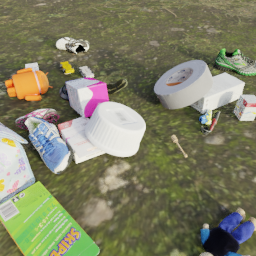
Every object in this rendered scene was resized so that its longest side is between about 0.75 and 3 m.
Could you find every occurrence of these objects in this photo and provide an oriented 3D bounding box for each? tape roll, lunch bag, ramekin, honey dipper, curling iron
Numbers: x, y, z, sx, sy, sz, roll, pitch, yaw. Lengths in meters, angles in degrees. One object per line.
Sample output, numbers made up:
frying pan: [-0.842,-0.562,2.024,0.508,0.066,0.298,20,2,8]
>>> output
tape roll: [2.313,-1.854,11.804,2.378,0.786,2.378,-26,29,16]
lunch bag: [-4.077,0.613,8.156,2.234,2.635,1.675,26,48,29]
ramekin: [-0.378,-0.039,9.698,2.034,0.991,2.034,21,29,-12]
honey dipper: [1.798,0.655,9.842,0.191,0.191,1.005,-13,47,-15]
curling iron: [3.361,-0.270,11.171,0.419,0.216,1.691,23,45,26]

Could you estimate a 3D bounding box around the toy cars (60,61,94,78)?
toy cars: [-2.582,-2.830,14.145,2.086,0.462,0.935,16,42,14]

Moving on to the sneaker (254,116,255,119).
sneaker: [5.538,-0.459,11.262,0.475,0.414,1.057,-21,44,-28]

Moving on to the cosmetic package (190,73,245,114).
cosmetic package: [3.765,-1.560,12.237,2.336,0.832,1.185,-21,43,-22]

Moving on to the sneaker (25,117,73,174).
sneaker: [-2.719,0.534,9.288,1.043,1.061,2.754,-50,44,-1]

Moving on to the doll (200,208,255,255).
doll: [2.529,2.874,7.121,1.964,0.476,1.340,-27,45,-29]

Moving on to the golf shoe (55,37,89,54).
golf shoe: [-3.268,-4.770,16.243,2.006,0.780,0.948,0,39,2]

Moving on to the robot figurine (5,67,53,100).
robot figurine: [-4.408,-1.925,12.517,1.913,1.116,1.376,-17,39,-19]

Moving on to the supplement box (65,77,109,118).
supplement box: [-1.644,-1.293,11.169,1.123,1.147,2.220,-16,20,-19]

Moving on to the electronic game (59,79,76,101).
electronic game: [-2.385,-1.767,12.887,1.567,0.326,1.567,-6,42,6]

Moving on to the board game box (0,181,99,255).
board game box: [-2.180,2.717,7.372,1.432,0.450,2.999,-32,46,-32]

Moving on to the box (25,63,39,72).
box: [-4.860,-2.920,14.238,0.617,0.431,0.810,-10,40,-13]

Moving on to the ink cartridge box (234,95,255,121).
ink cartridge box: [4.787,-0.807,11.282,0.633,0.875,0.636,-1,38,-10]

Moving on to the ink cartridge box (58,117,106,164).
ink cartridge box: [-1.559,0.483,9.884,1.173,0.680,2.013,-19,42,-22]

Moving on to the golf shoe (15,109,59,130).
golf shoe: [-3.607,-0.374,11.046,1.655,0.601,0.762,-14,36,-30]

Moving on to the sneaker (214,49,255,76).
sneaker: [5.757,-3.378,14.303,2.505,1.067,0.978,16,42,18]

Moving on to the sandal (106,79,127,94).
sandal: [-0.508,-1.873,12.699,1.262,0.501,0.360,-15,8,33]

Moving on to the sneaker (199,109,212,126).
sneaker: [3.129,-0.475,11.325,0.473,0.341,0.900,8,41,10]
